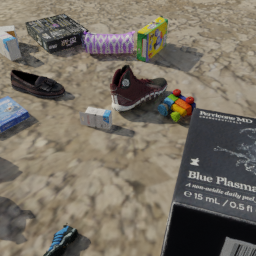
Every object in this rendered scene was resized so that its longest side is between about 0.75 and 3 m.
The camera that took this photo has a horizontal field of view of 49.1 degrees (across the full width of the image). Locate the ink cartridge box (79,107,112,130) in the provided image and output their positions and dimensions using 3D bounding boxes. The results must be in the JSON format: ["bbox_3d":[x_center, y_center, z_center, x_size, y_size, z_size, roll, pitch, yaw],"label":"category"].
[{"bbox_3d":[-0.987,-0.316,8.636,0.948,0.550,0.322,10,43,11],"label":"ink cartridge box"}]

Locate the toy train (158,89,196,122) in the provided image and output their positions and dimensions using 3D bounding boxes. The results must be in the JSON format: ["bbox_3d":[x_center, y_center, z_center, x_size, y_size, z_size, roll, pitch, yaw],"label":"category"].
[{"bbox_3d":[1.755,-0.512,8.841,0.910,0.666,1.574,-36,53,-20],"label":"toy train"}]

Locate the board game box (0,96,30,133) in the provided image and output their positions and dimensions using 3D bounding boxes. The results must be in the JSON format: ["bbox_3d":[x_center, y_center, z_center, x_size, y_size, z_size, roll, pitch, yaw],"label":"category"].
[{"bbox_3d":[-4.063,-0.415,8.943,1.284,0.280,1.291,31,50,31],"label":"board game box"}]

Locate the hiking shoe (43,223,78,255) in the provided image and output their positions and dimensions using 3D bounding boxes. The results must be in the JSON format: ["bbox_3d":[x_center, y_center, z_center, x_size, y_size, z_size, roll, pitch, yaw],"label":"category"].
[{"bbox_3d":[-1.454,2.401,5.833,0.386,0.332,0.891,18,35,30],"label":"hiking shoe"}]

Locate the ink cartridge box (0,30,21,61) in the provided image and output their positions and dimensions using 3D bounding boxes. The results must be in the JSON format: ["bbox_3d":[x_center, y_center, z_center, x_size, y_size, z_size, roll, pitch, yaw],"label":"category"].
[{"bbox_3d":[-5.177,-3.531,11.960,1.217,0.880,0.515,32,51,31],"label":"ink cartridge box"}]

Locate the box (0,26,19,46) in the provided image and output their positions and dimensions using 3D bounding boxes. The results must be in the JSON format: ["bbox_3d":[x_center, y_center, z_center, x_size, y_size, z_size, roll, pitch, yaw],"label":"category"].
[{"bbox_3d":[-5.685,-4.066,12.619,1.271,0.790,0.619,-11,43,-12],"label":"box"}]

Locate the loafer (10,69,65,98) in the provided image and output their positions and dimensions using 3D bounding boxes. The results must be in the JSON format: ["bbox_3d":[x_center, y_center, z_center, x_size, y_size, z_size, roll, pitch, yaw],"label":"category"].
[{"bbox_3d":[-3.274,-1.596,9.967,2.117,0.667,0.761,12,43,13],"label":"loafer"}]

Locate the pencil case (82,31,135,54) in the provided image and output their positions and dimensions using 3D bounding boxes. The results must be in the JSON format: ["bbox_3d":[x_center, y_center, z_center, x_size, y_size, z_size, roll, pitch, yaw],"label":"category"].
[{"bbox_3d":[-0.808,-3.709,12.105,2.228,0.952,0.935,0,28,-2],"label":"pencil case"}]

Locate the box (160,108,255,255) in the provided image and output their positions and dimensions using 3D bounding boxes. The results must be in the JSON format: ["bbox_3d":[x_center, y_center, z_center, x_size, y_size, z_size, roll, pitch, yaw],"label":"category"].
[{"bbox_3d":[2.382,1.240,5.320,2.921,1.744,2.970,11,35,13],"label":"box"}]

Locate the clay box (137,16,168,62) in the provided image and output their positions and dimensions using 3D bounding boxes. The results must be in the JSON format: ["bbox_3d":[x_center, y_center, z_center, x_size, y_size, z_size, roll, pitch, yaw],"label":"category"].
[{"bbox_3d":[1.135,-3.881,12.075,0.517,1.247,2.171,24,48,24],"label":"clay box"}]

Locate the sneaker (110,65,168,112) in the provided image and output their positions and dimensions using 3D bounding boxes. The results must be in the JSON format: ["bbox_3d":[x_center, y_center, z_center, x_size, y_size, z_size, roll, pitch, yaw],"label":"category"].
[{"bbox_3d":[0.359,-1.545,9.212,2.311,1.335,0.875,-32,32,-29],"label":"sneaker"}]

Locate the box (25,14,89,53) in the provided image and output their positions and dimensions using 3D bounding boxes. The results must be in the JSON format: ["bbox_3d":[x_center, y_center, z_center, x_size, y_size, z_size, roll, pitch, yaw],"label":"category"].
[{"bbox_3d":[-3.372,-4.585,13.350,2.130,0.579,2.659,-26,48,-26],"label":"box"}]
